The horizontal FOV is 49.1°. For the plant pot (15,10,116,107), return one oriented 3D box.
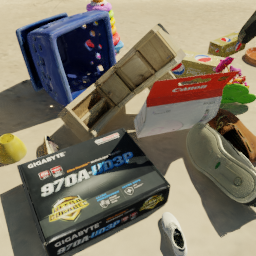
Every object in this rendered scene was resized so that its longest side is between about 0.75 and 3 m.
[{"bbox_3d":[-2.083,-2.460,9.467,2.284,2.540,2.540,19,43,31],"label":"plant pot"}]

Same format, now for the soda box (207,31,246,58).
[{"bbox_3d":[4.312,-3.566,12.079,1.975,0.669,0.632,-27,47,-29],"label":"soda box"}]

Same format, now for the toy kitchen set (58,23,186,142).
[{"bbox_3d":[0.218,-0.743,7.669,2.292,2.809,2.534,48,47,-9],"label":"toy kitchen set"}]

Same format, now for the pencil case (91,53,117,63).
[{"bbox_3d":[-1.135,-2.936,11.435,1.264,0.559,0.559,-15,42,-13],"label":"pencil case"}]

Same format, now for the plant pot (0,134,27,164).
[{"bbox_3d":[-3.122,0.480,7.378,0.779,0.553,0.779,0,41,0],"label":"plant pot"}]

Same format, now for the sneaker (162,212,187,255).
[{"bbox_3d":[0.956,2.077,5.643,0.358,0.347,0.980,-11,41,-13],"label":"sneaker"}]

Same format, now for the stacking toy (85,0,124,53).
[{"bbox_3d":[-1.170,-4.668,11.581,1.733,2.987,1.639,-19,44,-21],"label":"stacking toy"}]

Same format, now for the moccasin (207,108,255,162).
[{"bbox_3d":[2.752,0.156,7.689,0.801,0.759,2.074,-12,50,-26],"label":"moccasin"}]

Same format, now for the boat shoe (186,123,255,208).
[{"bbox_3d":[2.318,0.845,6.884,0.931,0.989,2.755,25,20,-32],"label":"boat shoe"}]

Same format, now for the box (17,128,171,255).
[{"bbox_3d":[-0.805,1.260,6.368,2.803,0.645,2.228,-19,44,-21],"label":"box"}]

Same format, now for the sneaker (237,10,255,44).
[{"bbox_3d":[4.035,-2.851,7.796,1.339,2.338,0.894,42,71,4],"label":"sneaker"}]

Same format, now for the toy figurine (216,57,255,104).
[{"bbox_3d":[3.439,-1.642,9.155,1.526,1.146,1.405,12,65,-16],"label":"toy figurine"}]

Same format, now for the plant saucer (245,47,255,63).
[{"bbox_3d":[5.689,-2.994,11.744,1.491,0.241,1.491,1,40,0],"label":"plant saucer"}]

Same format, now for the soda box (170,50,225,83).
[{"bbox_3d":[2.348,-2.363,10.565,2.464,0.789,0.835,18,44,19],"label":"soda box"}]

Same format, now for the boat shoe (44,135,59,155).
[{"bbox_3d":[-2.016,0.572,7.439,0.344,0.381,1.061,-5,35,-25],"label":"boat shoe"}]

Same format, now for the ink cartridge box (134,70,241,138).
[{"bbox_3d":[1.377,-0.492,7.106,2.090,2.571,0.734,-9,79,-12],"label":"ink cartridge box"}]
